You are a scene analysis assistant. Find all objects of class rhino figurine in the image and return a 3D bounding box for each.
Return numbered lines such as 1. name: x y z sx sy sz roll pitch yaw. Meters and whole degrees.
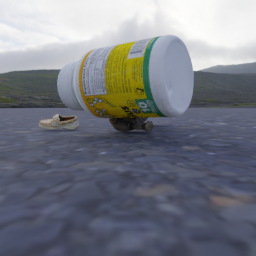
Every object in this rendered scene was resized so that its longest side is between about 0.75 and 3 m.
1. rhino figurine: 0.515 -0.644 7.486 1.171 0.801 2.679 4 27 37

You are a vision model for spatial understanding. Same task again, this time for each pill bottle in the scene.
1. pill bottle: -0.154 -0.955 5.829 2.681 1.512 1.512 1 5 34

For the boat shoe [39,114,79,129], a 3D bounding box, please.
1. boat shoe: -1.853 -0.197 7.494 1.052 0.364 0.388 -1 31 -7
